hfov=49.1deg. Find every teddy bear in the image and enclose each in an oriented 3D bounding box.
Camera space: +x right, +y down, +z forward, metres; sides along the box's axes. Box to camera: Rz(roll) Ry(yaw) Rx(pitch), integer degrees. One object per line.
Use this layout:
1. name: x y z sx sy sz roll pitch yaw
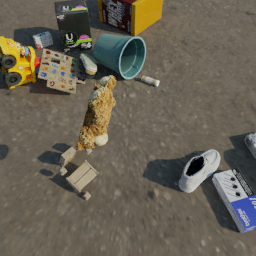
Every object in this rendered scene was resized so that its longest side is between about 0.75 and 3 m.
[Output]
1. teddy bear: -0.638 -0.232 6.263 0.661 1.980 1.435 17 24 -5

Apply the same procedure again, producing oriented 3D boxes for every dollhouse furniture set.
1. dollhouse furniture set: -1.455 1.374 9.112 1.560 0.762 1.330 46 61 4

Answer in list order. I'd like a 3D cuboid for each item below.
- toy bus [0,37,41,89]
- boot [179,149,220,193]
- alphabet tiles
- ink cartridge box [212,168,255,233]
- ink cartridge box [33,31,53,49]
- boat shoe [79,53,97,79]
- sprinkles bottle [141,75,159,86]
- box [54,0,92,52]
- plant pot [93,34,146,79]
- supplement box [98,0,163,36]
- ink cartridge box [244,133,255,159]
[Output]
1. toy bus: -4.348 -2.767 11.586 1.860 1.937 1.315 -14 52 -22
2. boot: 2.359 1.158 8.823 0.721 0.937 1.960 34 57 25
3. alphabet tiles: -2.744 -2.389 11.889 1.936 0.087 2.316 13 47 -21
4. ink cartridge box: 3.335 2.113 8.369 0.847 0.398 1.801 -13 51 -10
5. ink cartridge box: -4.136 -4.284 13.664 0.805 0.587 0.333 -26 52 -21
6. boat shoe: -1.780 -2.754 12.308 0.753 0.628 2.018 13 30 -22
7. sprinkles bottle: 0.945 -2.013 11.953 0.759 0.259 0.259 23 53 18
8. box: -2.541 -4.797 13.184 1.461 1.967 1.223 -10 50 -8
9. plant pot: -0.438 -3.239 12.157 1.754 1.791 1.791 27 54 31
10. supplement box: 0.138 -6.516 14.845 2.478 1.645 2.444 31 57 24
11. ink cartridge box: 4.969 0.503 9.733 1.537 0.387 0.838 -11 51 -8
